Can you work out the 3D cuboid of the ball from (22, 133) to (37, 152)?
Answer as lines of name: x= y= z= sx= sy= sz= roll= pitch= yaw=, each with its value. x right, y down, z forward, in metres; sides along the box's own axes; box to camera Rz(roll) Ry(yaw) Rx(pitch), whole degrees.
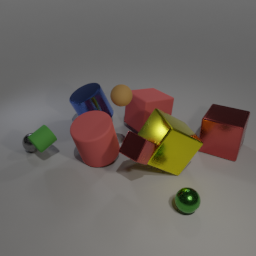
ball: x=-3.509 y=0.527 z=10.269 sx=0.700 sy=0.700 sz=0.700 roll=0 pitch=31 yaw=0

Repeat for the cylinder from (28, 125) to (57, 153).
cylinder: x=-2.914 y=0.363 z=9.559 sx=0.700 sy=0.700 sz=0.700 roll=-43 pitch=47 yaw=-20

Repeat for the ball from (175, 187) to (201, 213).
ball: x=1.650 y=1.996 z=7.745 sx=0.700 sy=0.700 sz=0.700 roll=0 pitch=31 yaw=0

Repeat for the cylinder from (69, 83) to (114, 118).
cylinder: x=-1.501 y=-0.927 z=11.659 sx=1.400 sy=1.400 sz=1.400 roll=-18 pitch=35 yaw=13

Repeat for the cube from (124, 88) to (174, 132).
cube: x=0.825 y=-0.727 z=11.451 sx=1.400 sy=1.400 sz=1.400 roll=-11 pitch=29 yaw=-31

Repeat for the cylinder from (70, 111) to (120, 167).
cylinder: x=-1.085 y=0.371 z=9.476 sx=1.400 sy=1.400 sz=1.400 roll=-7 pitch=46 yaw=7

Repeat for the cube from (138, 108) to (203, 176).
cube: x=1.276 y=0.451 z=9.190 sx=1.400 sy=1.400 sz=1.400 roll=24 pitch=20 yaw=-28

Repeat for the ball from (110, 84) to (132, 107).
ball: x=-0.210 y=-1.032 z=8.890 sx=0.700 sy=0.700 sz=0.700 roll=0 pitch=31 yaw=0

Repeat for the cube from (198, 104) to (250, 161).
cube: x=3.492 y=0.123 z=10.243 sx=1.400 sy=1.400 sz=1.400 roll=16 pitch=34 yaw=25

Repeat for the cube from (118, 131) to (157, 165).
cube: x=0.288 y=0.591 z=8.251 sx=0.700 sy=0.700 sz=0.700 roll=27 pitch=1 yaw=34
